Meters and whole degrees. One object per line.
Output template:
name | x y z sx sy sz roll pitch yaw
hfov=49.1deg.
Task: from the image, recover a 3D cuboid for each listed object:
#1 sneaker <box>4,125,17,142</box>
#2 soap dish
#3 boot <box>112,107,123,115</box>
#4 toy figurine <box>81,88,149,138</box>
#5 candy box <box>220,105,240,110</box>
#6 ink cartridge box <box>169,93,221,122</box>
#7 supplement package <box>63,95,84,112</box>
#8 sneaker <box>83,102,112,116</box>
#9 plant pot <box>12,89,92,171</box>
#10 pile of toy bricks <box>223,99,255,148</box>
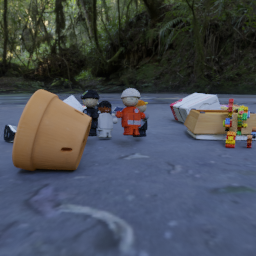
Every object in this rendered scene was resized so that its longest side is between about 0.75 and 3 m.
sneaker | -3.439 0.234 8.829 1.410 0.521 0.559 14 6 34
soap dish | 3.226 -0.170 9.762 2.252 0.915 1.772 0 10 1
boot | -0.687 -0.995 16.221 1.143 0.516 0.416 7 11 36
toy figurine | -0.356 -0.411 8.557 1.961 1.364 1.931 -2 -4 17
candy box | 5.039 -0.911 15.319 2.314 0.653 1.350 -1 10 2
ink cartridge box | 3.123 -0.922 13.154 1.554 0.892 2.140 -24 14 -7
supplement package | -1.991 -0.381 8.957 0.903 0.694 0.944 -41 -1 -33
sneaker | -1.791 -0.599 12.219 1.192 1.032 2.640 4 10 40
plant pot | -1.506 0.180 5.945 1.197 1.710 1.710 17 8 -3
pile of toy bricks | 3.290 -0.242 8.224 0.934 0.831 1.684 3 50 22
